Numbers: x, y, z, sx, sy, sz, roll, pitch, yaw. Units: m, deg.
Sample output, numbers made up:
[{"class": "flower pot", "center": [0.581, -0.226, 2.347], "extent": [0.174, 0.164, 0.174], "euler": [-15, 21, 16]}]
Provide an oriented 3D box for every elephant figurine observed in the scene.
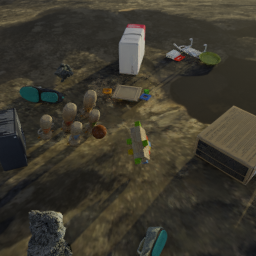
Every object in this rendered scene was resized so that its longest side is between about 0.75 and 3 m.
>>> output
[{"class": "elephant figurine", "center": [-3.164, -2.656, 13.707], "extent": [0.821, 0.900, 1.161], "euler": [20, 28, -19]}]

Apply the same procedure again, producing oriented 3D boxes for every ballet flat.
[{"class": "ballet flat", "center": [0.448, 3.388, 7.184], "extent": [0.611, 0.647, 1.919], "euler": [-8, 31, 35]}, {"class": "ballet flat", "center": [-3.835, -1.481, 12.679], "extent": [2.201, 0.804, 0.804], "euler": [10, 42, 21]}]

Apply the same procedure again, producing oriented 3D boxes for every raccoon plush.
[{"class": "raccoon plush", "center": [-2.025, 3.123, 6.608], "extent": [1.144, 1.584, 2.364], "euler": [0, 41, 0]}]

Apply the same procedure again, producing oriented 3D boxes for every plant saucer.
[{"class": "plant saucer", "center": [4.567, -3.862, 15.674], "extent": [1.201, 0.187, 1.201], "euler": [2, 47, -2]}]

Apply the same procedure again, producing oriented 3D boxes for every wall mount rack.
[{"class": "wall mount rack", "center": [3.566, -4.576, 16.178], "extent": [1.640, 0.704, 1.888], "euler": [-29, 49, -29]}]

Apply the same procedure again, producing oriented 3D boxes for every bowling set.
[{"class": "bowling set", "center": [-1.809, 0.050, 10.588], "extent": [2.814, 1.511, 1.959], "euler": [-33, 69, -34]}]

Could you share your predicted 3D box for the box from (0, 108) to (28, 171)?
[{"class": "box", "center": [-4.121, 0.395, 9.754], "extent": [0.827, 1.589, 1.447], "euler": [-13, 43, -15]}]

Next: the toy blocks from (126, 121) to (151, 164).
[{"class": "toy blocks", "center": [0.480, 0.602, 9.615], "extent": [0.718, 0.982, 1.436], "euler": [-15, 67, 18]}]

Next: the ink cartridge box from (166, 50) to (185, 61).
[{"class": "ink cartridge box", "center": [2.760, -4.174, 16.096], "extent": [0.887, 0.210, 0.710], "euler": [30, 49, 32]}]

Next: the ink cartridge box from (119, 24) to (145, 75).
[{"class": "ink cartridge box", "center": [0.241, -4.212, 14.940], "extent": [1.025, 1.759, 2.430], "euler": [7, 42, 8]}]

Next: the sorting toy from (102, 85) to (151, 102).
[{"class": "sorting toy", "center": [-0.050, -1.568, 13.029], "extent": [2.299, 0.313, 1.294], "euler": [9, 37, 10]}]

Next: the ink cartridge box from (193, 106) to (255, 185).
[{"class": "ink cartridge box", "center": [4.002, 0.503, 10.096], "extent": [2.597, 0.976, 2.140], "euler": [-32, 52, -33]}]
